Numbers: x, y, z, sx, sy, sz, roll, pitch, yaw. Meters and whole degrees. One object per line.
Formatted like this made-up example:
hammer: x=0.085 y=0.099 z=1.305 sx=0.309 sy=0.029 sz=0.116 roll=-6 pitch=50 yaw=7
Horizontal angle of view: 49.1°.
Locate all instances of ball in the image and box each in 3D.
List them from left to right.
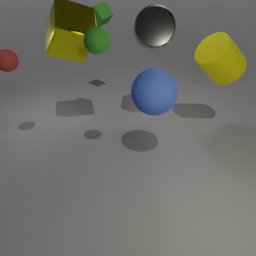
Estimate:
ball: x=-3.753 y=-2.086 z=8.666 sx=0.700 sy=0.700 sz=0.700 roll=0 pitch=29 yaw=0
ball: x=-0.810 y=-2.272 z=7.281 sx=0.700 sy=0.700 sz=0.700 roll=0 pitch=29 yaw=0
ball: x=0.788 y=-1.074 z=8.367 sx=1.400 sy=1.400 sz=1.400 roll=0 pitch=29 yaw=0

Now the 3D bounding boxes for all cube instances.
cube: x=-1.979 y=-3.323 z=9.660 sx=1.400 sy=1.400 sz=1.400 roll=6 pitch=62 yaw=-27
cube: x=-1.201 y=-5.022 z=12.420 sx=0.700 sy=0.700 sz=0.700 roll=-37 pitch=6 yaw=-29

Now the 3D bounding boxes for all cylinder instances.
cylinder: x=0.919 y=-3.606 z=10.148 sx=1.400 sy=1.400 sz=1.400 roll=0 pitch=14 yaw=0
cylinder: x=3.406 y=-2.531 z=10.333 sx=1.400 sy=1.400 sz=1.400 roll=33 pitch=9 yaw=-36
